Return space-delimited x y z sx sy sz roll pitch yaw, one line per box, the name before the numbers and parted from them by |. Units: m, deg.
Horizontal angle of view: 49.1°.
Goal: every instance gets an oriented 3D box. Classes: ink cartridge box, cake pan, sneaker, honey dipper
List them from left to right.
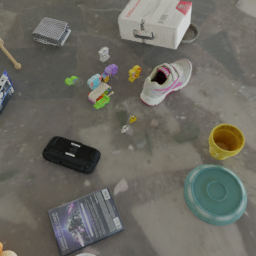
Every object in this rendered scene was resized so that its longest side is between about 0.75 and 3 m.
ink cartridge box | -5.198 -1.480 11.670 0.344 0.872 1.753 10 61 6
honey dipper | -5.728 -3.585 13.205 0.464 0.464 2.443 -38 69 -20
ink cartridge box | 1.291 -5.137 13.440 2.939 1.246 2.140 19 60 18
sneaker | 1.733 -2.157 11.849 1.146 1.243 2.818 40 67 21
cake pan | 2.805 -4.735 13.957 1.417 0.260 1.417 0 59 0

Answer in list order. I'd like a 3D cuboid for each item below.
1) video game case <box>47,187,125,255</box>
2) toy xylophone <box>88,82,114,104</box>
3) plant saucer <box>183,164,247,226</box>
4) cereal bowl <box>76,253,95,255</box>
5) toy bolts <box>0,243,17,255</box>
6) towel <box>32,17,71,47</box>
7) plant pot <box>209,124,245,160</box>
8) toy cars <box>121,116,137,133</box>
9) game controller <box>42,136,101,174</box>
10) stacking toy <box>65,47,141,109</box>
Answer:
video game case | -1.396 3.064 9.300 2.176 0.206 1.554 -20 64 -12
toy xylophone | -1.145 -1.483 12.010 1.138 0.286 0.833 -38 66 -20
plant saucer | 3.076 2.236 9.801 2.221 0.304 2.221 0 59 0
cereal bowl | -1.268 4.495 8.286 1.398 0.582 1.398 0 60 1
toy bolts | -4.223 4.483 7.505 1.782 2.454 2.569 12 78 -6
towel | -3.736 -4.713 13.717 1.527 0.653 1.264 16 61 9
plant pot | 3.505 0.615 10.281 1.183 1.113 1.183 0 58 0
toy cars | 0.011 -0.178 11.112 0.225 0.456 1.017 34 68 15
game controller | -2.123 0.976 10.544 2.118 0.446 1.105 18 46 10
stacking toy | -1.067 -2.220 11.945 2.056 0.641 2.727 37 63 23
